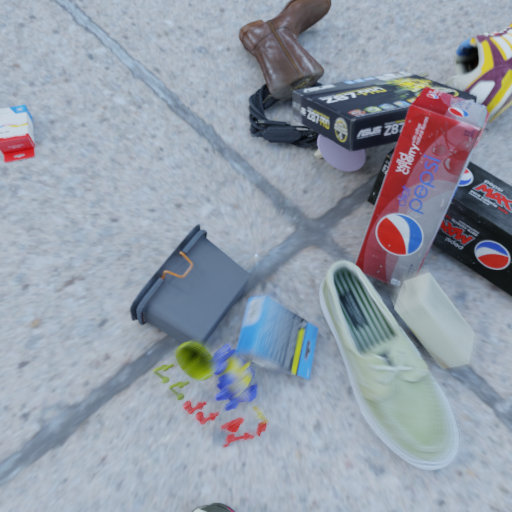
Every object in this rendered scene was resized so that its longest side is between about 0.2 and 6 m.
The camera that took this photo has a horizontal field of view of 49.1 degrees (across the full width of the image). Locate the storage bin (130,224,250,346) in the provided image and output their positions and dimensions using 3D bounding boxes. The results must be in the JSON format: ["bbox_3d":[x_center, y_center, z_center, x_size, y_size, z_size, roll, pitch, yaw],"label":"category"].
[{"bbox_3d":[-0.993,0.575,9.201,1.233,1.336,1.836,34,66,6],"label":"storage bin"}]

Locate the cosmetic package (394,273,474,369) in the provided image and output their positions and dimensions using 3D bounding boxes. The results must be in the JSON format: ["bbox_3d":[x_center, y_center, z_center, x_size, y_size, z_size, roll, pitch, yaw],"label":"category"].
[{"bbox_3d":[2.810,1.028,8.775,1.382,0.491,0.727,51,44,-15],"label":"cosmetic package"}]

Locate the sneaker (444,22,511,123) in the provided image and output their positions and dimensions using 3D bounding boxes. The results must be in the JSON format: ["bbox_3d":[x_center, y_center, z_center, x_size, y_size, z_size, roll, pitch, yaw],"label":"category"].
[{"bbox_3d":[4.980,-4.273,11.619,1.421,1.182,3.154,33,62,-4],"label":"sneaker"}]

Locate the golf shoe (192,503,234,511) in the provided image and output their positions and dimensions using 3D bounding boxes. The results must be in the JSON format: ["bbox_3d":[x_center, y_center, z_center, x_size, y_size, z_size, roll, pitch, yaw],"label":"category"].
[{"bbox_3d":[0.115,4.473,6.997,3.051,1.344,1.178,40,68,18],"label":"golf shoe"}]

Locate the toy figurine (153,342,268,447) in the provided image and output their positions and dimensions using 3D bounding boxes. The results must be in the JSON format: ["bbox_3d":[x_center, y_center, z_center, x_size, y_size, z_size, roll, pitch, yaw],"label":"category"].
[{"bbox_3d":[-0.558,1.850,8.628,1.870,0.986,1.120,48,26,-14],"label":"toy figurine"}]

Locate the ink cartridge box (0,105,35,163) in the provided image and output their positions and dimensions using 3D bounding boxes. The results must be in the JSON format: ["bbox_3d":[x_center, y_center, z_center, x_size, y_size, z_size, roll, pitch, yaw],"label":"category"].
[{"bbox_3d":[-4.853,-2.459,11.259,0.647,0.375,1.114,-13,63,-7],"label":"ink cartridge box"}]

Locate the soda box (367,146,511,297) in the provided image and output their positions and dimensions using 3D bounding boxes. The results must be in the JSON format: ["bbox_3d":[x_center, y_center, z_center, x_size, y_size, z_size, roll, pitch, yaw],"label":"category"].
[{"bbox_3d":[3.770,-0.678,9.747,3.507,1.241,1.111,37,57,18],"label":"soda box"}]

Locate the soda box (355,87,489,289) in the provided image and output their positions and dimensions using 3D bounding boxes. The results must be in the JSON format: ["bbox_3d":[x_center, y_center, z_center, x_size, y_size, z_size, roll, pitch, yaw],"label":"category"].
[{"bbox_3d":[2.533,-0.972,8.869,1.070,3.057,0.969,24,39,16],"label":"soda box"}]

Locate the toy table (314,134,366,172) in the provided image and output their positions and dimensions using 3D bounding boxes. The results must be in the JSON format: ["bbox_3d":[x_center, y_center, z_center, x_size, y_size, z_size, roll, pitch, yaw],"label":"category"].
[{"bbox_3d":[1.570,-2.151,10.787,1.005,1.093,0.640,-36,34,15],"label":"toy table"}]

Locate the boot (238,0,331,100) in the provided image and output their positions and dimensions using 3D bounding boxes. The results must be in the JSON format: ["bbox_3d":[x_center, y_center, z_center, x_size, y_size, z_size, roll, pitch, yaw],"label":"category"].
[{"bbox_3d":[1.002,-4.435,11.842,2.323,0.800,2.492,-27,50,1],"label":"boot"}]

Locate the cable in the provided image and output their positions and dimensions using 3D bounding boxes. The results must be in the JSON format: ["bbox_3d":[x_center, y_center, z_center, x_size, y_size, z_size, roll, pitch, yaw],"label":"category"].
[{"bbox_3d":[0.867,-2.960,11.495,2.049,0.521,1.672,-1,56,6],"label":"cable"}]

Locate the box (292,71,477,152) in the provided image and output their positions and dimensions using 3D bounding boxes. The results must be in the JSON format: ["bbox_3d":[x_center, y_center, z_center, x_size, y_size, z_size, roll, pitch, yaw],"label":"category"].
[{"bbox_3d":[2.267,-2.690,10.182,2.595,0.637,2.092,-15,32,-18],"label":"box"}]

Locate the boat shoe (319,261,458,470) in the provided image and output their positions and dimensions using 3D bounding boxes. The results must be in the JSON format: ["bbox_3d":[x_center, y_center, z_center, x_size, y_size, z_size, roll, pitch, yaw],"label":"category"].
[{"bbox_3d":[1.871,1.613,8.549,1.223,1.054,3.398,-29,65,-1],"label":"boat shoe"}]

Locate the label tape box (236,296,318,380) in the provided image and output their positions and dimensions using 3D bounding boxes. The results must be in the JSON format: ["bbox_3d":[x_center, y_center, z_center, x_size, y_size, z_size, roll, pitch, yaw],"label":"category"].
[{"bbox_3d":[0.351,1.316,8.790,0.408,1.289,0.930,-14,52,44],"label":"label tape box"}]

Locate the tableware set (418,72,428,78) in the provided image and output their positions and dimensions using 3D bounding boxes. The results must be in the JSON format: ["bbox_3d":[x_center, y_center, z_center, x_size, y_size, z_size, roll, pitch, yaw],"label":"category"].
[{"bbox_3d":[3.031,-2.977,11.530,2.022,0.405,1.337,-23,60,-13],"label":"tableware set"}]
